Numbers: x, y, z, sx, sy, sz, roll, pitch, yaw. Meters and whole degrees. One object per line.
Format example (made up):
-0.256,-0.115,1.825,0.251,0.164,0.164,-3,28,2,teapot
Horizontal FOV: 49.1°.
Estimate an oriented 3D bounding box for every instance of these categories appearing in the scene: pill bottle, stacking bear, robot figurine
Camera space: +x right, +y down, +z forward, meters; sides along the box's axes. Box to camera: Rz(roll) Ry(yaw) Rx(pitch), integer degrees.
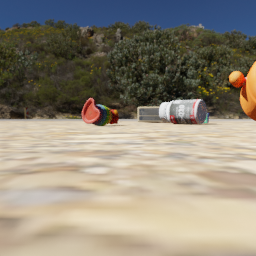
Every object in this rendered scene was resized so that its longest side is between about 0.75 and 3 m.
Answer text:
2.548,-0.736,13.136,2.002,1.140,1.140,1,2,39,pill bottle
-0.979,-0.501,11.253,0.899,0.960,1.581,-44,-30,27,stacking bear
3.965,-1.049,7.493,1.707,2.105,2.927,-38,-18,3,robot figurine

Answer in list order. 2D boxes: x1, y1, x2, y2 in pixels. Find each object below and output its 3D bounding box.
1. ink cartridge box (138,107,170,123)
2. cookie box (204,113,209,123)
2.116,-0.843,17.621,2.192,0.999,2.661,2,3,28,ink cartridge box
3.609,-0.538,15.292,1.516,0.570,1.297,1,2,19,cookie box
